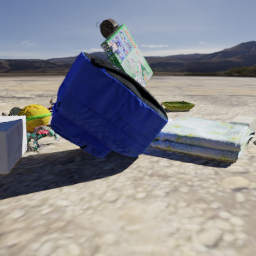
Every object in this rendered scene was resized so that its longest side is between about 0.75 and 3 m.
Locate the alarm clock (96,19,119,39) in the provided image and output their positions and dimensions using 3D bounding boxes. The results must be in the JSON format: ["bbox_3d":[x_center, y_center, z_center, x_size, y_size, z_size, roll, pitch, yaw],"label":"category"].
[{"bbox_3d":[-1.064,-4.928,13.888,1.410,0.951,0.469,29,43,25],"label":"alarm clock"}]

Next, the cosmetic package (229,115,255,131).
[{"bbox_3d":[4.404,-0.100,10.711,0.724,0.511,1.398,9,15,32],"label":"cosmetic package"}]

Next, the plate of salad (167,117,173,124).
[{"bbox_3d":[0.880,-0.367,11.869,2.063,0.496,2.063,9,17,-3],"label":"plate of salad"}]

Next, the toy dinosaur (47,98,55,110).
[{"bbox_3d":[-3.590,-1.149,15.329,1.417,1.561,0.820,32,-8,-13],"label":"toy dinosaur"}]

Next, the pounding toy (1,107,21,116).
[{"bbox_3d":[-4.801,-0.388,11.704,0.499,0.830,1.075,-22,7,26],"label":"pounding toy"}]

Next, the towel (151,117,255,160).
[{"bbox_3d":[2.416,0.227,9.003,2.812,0.677,2.407,8,15,31],"label":"towel"}]

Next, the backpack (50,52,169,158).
[{"bbox_3d":[-0.559,-0.467,8.102,2.975,2.497,2.418,30,15,-21],"label":"backpack"}]

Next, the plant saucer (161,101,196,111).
[{"bbox_3d":[2.794,-1.233,15.705,1.480,0.355,1.482,-4,14,-14],"label":"plant saucer"}]

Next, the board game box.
[{"bbox_3d":[0.048,-3.210,13.286,0.418,2.873,1.933,-13,32,38],"label":"board game box"}]

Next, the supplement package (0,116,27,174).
[{"bbox_3d":[-3.478,0.369,7.481,1.065,1.106,1.945,0,12,-7],"label":"supplement package"}]

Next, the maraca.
[{"bbox_3d":[-3.691,-0.407,10.965,1.325,1.034,1.933,-11,6,-18],"label":"maraca"}]

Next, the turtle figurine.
[{"bbox_3d":[-2.709,0.254,9.008,1.394,0.702,1.044,4,13,40],"label":"turtle figurine"}]
